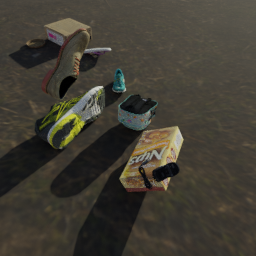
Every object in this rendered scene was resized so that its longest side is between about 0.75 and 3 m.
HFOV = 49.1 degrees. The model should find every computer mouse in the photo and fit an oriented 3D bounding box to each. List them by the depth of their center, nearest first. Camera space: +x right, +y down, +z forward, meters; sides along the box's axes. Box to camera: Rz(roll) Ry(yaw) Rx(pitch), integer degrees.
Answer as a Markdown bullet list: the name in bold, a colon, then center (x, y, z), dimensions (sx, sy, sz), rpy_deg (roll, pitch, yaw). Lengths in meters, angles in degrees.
- **computer mouse**: center (0.679, 0.924, 6.325), dimensions (0.882, 0.203, 0.619), rpy_deg (-31, 84, 5)

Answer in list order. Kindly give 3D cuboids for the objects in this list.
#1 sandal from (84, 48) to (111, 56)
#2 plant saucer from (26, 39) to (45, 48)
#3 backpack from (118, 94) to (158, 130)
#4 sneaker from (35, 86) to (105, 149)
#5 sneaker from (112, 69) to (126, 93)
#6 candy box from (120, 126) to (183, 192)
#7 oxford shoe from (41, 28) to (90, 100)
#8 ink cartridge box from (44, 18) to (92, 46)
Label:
- **sandal**: center (-1.390, -3.498, 12.932), dimensions (1.391, 0.342, 0.566), rpy_deg (4, 24, 24)
- **plant saucer**: center (-4.541, -4.170, 13.833), dimensions (0.918, 0.135, 0.918), rpy_deg (0, 41, 0)
- **backpack**: center (0.247, -0.463, 8.876), dimensions (1.052, 0.917, 1.197), rpy_deg (22, 29, 19)
- **sneaker**: center (-1.797, -0.590, 8.949), dimensions (1.219, 1.072, 2.880), rpy_deg (21, 45, 22)
- **sneaker**: center (-0.367, -1.801, 10.779), dimensions (0.510, 0.524, 1.316), rpy_deg (-4, 42, -5)
- **candy box**: center (0.675, 0.794, 7.432), dimensions (1.114, 0.534, 1.930), rpy_deg (-10, 32, 33)
- **oxford shoe**: center (-1.775, -1.982, 8.939), dimensions (0.901, 2.409, 0.849), rpy_deg (34, 8, 27)
- **ink cartridge box**: center (-3.009, -4.782, 14.086), dimensions (1.578, 0.719, 1.915), rpy_deg (-33, 51, -31)
